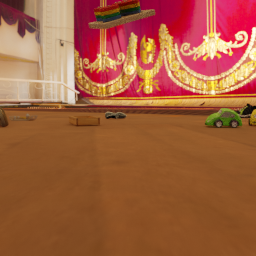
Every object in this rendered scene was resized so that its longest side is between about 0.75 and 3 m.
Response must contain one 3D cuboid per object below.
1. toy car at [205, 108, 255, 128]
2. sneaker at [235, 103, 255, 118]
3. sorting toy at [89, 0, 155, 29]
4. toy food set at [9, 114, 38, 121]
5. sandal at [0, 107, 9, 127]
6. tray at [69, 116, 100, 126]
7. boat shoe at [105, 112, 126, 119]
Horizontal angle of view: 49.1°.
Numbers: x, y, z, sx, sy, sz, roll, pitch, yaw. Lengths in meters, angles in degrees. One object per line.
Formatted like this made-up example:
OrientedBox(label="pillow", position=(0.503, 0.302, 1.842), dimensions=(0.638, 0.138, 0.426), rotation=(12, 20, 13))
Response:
OrientedBox(label="toy car", position=(3.649, -0.319, 8.569), dimensions=(2.499, 0.592, 2.656), rotation=(1, 5, 6))
OrientedBox(label="sneaker", position=(6.022, -0.904, 14.475), dimensions=(1.822, 0.755, 0.653), rotation=(-2, 5, -23))
OrientedBox(label="sorting toy", position=(-0.285, -3.637, 8.809), dimensions=(1.664, 0.579, 1.654), rotation=(-22, 27, -17))
OrientedBox(label="toy food set", position=(-4.622, -0.498, 12.409), dimensions=(0.993, 0.300, 0.713), rotation=(0, 5, 5))
OrientedBox(label="sandal", position=(-4.509, -0.353, 9.032), dimensions=(1.991, 0.799, 0.538), rotation=(10, 32, 43))
OrientedBox(label="tray", position=(-1.562, -0.263, 9.820), dimensions=(0.775, 0.291, 1.571), rotation=(-2, 5, -21))
OrientedBox(label="boat shoe", position=(-0.593, -0.536, 13.445), dimensions=(1.032, 0.376, 0.319), rotation=(6, 48, -6))
